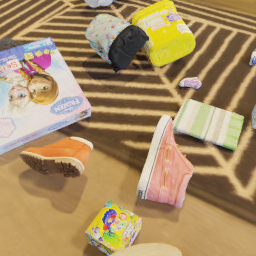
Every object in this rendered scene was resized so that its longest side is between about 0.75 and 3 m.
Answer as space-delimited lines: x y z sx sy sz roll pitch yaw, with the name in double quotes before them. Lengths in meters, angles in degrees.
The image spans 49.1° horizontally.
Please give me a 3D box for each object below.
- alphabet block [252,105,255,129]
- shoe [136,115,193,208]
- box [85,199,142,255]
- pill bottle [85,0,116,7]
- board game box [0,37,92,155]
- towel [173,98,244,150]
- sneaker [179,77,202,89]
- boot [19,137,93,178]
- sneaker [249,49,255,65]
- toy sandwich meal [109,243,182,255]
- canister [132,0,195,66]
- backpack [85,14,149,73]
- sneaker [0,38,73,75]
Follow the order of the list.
"alphabet block" 4.290 -0.404 8.560 0.761 0.747 0.743 12 49 11
"shoe" 1.131 0.806 7.375 1.179 0.926 2.592 15 52 9
"box" -0.300 2.262 6.195 0.888 0.562 0.922 25 52 20
"pill bottle" -1.050 -7.307 14.475 1.538 1.538 2.778 27 54 23
"board game box" -3.120 -1.133 8.627 2.982 0.614 2.975 -26 74 -22
"towel" 2.474 -0.127 8.678 1.957 0.300 1.460 21 52 15
"sneaker" 2.250 -1.560 9.969 0.783 0.284 0.446 -15 52 -14
"boot" -1.839 0.674 7.252 1.938 0.727 1.039 4 44 22
"sneaker" 5.210 -2.824 11.065 0.567 0.396 0.981 24 50 23
"toy sandwich meal" 0.550 3.316 4.523 2.974 1.019 2.974 7 38 -5
"canister" 1.375 -3.829 11.280 1.922 1.120 2.588 -23 50 7
"backpack" -0.549 -3.375 10.611 1.837 1.394 2.202 -48 49 -4
"sneaker" -3.258 -2.114 10.069 2.869 1.177 1.007 30 66 -3
